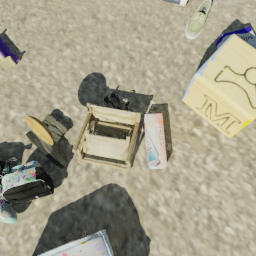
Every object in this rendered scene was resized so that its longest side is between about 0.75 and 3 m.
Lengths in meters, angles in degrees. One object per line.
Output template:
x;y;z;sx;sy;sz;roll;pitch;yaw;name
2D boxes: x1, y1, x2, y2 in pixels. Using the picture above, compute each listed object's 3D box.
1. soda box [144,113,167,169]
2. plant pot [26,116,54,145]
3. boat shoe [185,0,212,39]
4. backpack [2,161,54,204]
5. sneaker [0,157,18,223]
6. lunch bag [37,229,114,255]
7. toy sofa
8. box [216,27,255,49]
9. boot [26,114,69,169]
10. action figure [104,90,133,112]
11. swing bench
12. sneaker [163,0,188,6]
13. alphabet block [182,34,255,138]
0.974;0.469;10.127;0.672;0.624;1.964;-3;72;-1;soda box
-2.564;0.048;8.256;1.107;1.107;0.152;37;62;11;plant pot
2.929;-4.589;11.695;0.687;0.592;1.908;23;74;7;boat shoe
-3.389;1.873;9.341;1.505;1.336;1.133;-23;53;-5;backpack
-4.303;1.816;9.509;2.592;1.008;1.813;38;77;10;sneaker
-1.597;4.684;8.220;2.932;1.864;2.486;-24;73;3;lunch bag
-5.091;-3.110;11.230;0.733;0.622;1.502;-39;77;-10;toy sofa
4.441;-3.123;11.170;1.289;0.735;1.402;-16;73;-6;box
-2.624;0.424;10.158;1.983;0.671;1.295;43;72;10;boot
-0.344;-0.774;10.497;0.782;0.671;1.315;-37;73;-15;action figure
-0.683;0.324;9.865;1.943;1.267;1.953;11;66;4;swing bench
2.033;-6.691;12.074;1.977;1.088;2.700;23;80;3;sneaker
3.630;-1.381;9.835;2.309;2.267;2.255;42;79;12;alphabet block
